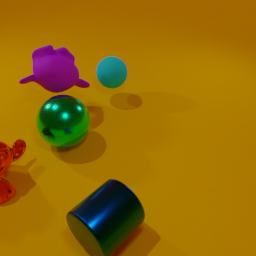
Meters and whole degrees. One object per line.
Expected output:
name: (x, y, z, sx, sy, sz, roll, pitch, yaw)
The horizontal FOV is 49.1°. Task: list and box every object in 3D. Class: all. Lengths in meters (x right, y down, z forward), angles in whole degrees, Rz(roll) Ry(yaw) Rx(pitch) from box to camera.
cylinder: (-0.378, 1.544, 4.796, 0.978, 0.978, 0.978, 30, 48, 31)
ball: (-0.460, -1.581, 7.988, 0.899, 0.899, 0.899, 0, 40, 0)
ball: (-1.520, -0.162, 6.620, 1.252, 1.252, 1.252, 0, 40, 0)
monkey head: (-2.813, 0.898, 5.810, 1.711, 1.231, 1.031, -31, 13, -21)
monkey head: (-1.967, -1.409, 7.275, 1.873, 1.347, 1.129, -2, 79, -39)
